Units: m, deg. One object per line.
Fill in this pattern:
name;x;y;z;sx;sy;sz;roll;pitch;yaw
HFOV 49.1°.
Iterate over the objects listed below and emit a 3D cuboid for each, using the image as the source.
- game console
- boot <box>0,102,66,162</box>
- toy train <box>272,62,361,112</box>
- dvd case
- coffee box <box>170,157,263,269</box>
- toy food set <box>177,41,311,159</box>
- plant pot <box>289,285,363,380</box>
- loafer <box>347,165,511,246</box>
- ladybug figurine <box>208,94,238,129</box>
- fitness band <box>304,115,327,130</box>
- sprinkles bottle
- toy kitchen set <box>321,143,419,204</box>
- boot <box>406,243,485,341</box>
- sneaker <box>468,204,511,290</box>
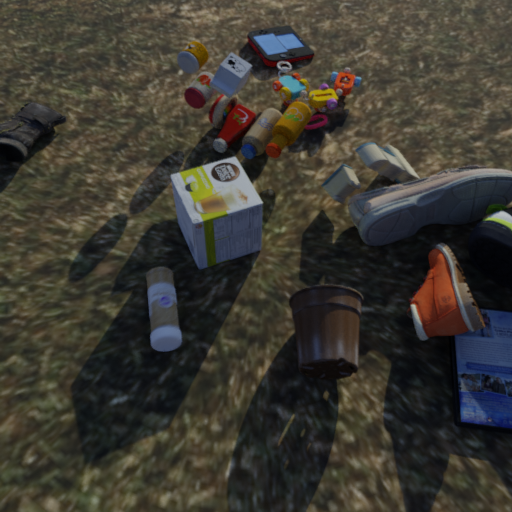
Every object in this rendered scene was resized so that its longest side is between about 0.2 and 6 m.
game console;0.586;-5.296;14.044;1.309;0.230;1.480;-19;55;-14
boot;-5.185;-2.744;11.879;1.833;0.635;1.596;18;51;5
toy train;1.336;-3.772;12.697;1.935;0.538;1.453;12;52;5
dvd case;3.746;1.704;8.610;1.490;0.183;2.088;6;53;6
coffee box;-0.671;-0.753;9.834;1.246;1.260;1.258;-18;54;-14
toy food set;-0.522;-2.968;11.384;2.940;1.404;1.323;33;61;-1
plant pot;1.065;1.199;8.481;1.158;1.158;1.147;2;59;2
loafer;3.242;-1.133;10.273;3.194;1.148;1.004;-16;49;-9
ladybug figurine;-0.737;-3.158;12.094;0.345;0.651;0.960;24;64;18
fitness band;1.277;-2.911;12.193;0.545;0.102;0.392;-20;43;-4
sprinkles bottle;-1.515;0.848;9.094;0.473;0.473;1.385;-9;52;-7
toy kitchen set;2.141;-1.578;10.904;1.540;1.234;0.907;15;40;-45
boot;2.916;0.556;9.154;1.075;0.752;2.004;-25;27;22
sneaker;5.267;0.204;9.060;1.516;1.313;3.661;-36;60;-25
